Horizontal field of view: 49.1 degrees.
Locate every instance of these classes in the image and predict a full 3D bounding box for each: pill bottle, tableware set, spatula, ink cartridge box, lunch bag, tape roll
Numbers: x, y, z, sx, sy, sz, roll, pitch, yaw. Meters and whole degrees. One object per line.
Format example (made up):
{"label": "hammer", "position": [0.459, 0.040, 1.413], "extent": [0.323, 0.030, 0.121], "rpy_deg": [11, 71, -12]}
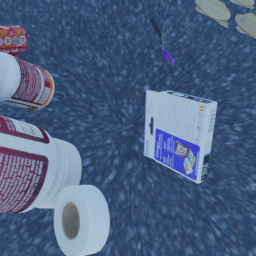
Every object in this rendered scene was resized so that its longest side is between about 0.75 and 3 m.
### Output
{"label": "pill bottle", "position": [-2.329, 0.596, 4.810], "extent": [1.654, 2.896, 1.654], "rpy_deg": [-15, 65, 36]}
{"label": "tableware set", "position": [2.060, -2.629, 5.896], "extent": [1.698, 0.236, 2.033], "rpy_deg": [14, 51, -15]}
{"label": "spatula", "position": [0.561, -1.455, 4.695], "extent": [0.086, 0.236, 0.834], "rpy_deg": [-23, 93, -8]}
{"label": "ink cartridge box", "position": [0.801, 0.069, 4.700], "extent": [0.285, 1.302, 1.314], "rpy_deg": [-15, 26, -37]}
{"label": "lunch bag", "position": [-2.765, -2.009, 6.549], "extent": [0.328, 0.706, 0.802], "rpy_deg": [27, 33, 30]}
{"label": "tape roll", "position": [-0.786, 1.494, 4.594], "extent": [0.393, 1.123, 1.123], "rpy_deg": [7, 66, -41]}
{"label": "pill bottle", "position": [-2.341, -0.938, 5.602], "extent": [0.954, 1.741, 0.954], "rpy_deg": [-2, 85, 19]}
